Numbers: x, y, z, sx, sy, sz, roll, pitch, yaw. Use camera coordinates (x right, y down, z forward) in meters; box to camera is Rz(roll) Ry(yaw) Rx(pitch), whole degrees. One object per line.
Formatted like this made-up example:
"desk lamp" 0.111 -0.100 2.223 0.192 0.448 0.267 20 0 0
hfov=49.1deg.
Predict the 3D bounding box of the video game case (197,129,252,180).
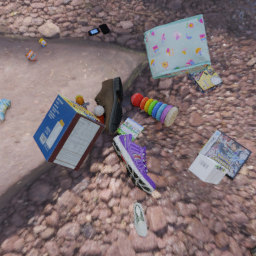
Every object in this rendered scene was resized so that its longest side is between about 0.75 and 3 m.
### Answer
"video game case" 3.631 0.962 10.522 1.545 0.197 1.396 37 67 18

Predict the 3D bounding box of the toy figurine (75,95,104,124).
"toy figurine" -1.728 -0.394 10.785 1.435 1.014 1.457 32 67 16

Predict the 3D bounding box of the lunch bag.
"lunch bag" 1.440 -2.341 8.414 1.791 1.092 1.525 -11 91 12

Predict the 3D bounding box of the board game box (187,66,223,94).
"board game box" 3.262 -2.309 12.232 1.037 0.265 1.531 -25 65 -13

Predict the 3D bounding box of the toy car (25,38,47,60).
"toy car" -4.116 -3.581 12.753 0.440 0.648 1.321 39 72 -16

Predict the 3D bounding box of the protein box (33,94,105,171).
"protein box" -1.600 0.097 7.429 1.420 0.958 1.409 -58 40 5

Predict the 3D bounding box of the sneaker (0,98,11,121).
"sneaker" -5.026 -0.808 11.356 0.667 0.406 1.021 -25 65 -11

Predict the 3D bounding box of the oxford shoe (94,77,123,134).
"oxford shoe" -0.792 -0.869 11.198 1.084 0.933 2.567 -6 55 10

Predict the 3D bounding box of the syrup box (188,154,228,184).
"syrup box" 2.328 1.201 8.018 0.555 1.409 0.574 39 100 34

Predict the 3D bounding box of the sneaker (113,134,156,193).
"sneaker" 0.363 1.156 9.985 1.012 0.978 2.425 -24 66 -16

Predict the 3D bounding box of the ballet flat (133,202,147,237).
"ballet flat" 0.375 3.032 9.325 0.404 0.404 1.126 -11 63 -6

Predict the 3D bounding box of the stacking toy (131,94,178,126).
"stacking toy" 0.990 -0.832 11.241 1.932 0.825 0.825 30 66 22

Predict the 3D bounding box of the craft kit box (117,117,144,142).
"craft kit box" 0.094 0.078 11.014 0.782 0.190 0.773 35 65 17

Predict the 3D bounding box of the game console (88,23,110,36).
"game console" -1.420 -4.718 13.604 1.024 0.123 0.604 -24 64 -12

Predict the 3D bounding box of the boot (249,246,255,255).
"boot" 5.167 4.141 8.436 2.376 0.869 1.789 -16 62 -5
